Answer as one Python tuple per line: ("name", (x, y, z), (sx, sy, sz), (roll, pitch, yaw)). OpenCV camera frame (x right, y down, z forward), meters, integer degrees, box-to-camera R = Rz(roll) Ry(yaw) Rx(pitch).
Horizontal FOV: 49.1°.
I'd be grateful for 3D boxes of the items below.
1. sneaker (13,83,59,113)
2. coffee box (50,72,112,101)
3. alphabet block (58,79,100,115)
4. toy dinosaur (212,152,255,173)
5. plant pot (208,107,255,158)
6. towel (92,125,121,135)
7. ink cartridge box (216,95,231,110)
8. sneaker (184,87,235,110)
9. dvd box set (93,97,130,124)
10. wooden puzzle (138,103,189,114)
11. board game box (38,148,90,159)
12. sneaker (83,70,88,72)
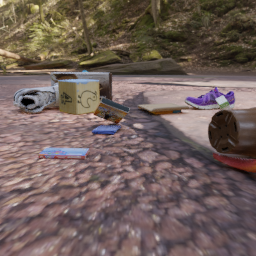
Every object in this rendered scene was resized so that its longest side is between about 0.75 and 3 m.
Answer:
("sneaker", (-3.401, -1.258, 11.952), (2.946, 1.107, 1.693), (-8, 15, -13))
("coffee box", (-2.167, -1.874, 13.437), (2.768, 1.565, 1.105), (2, 13, 3))
("alphabet block", (-2.037, -1.331, 11.660), (1.288, 1.312, 1.282), (12, 18, 43))
("toy dinosaur", (2.806, 0.878, 3.857), (2.971, 1.560, 2.696), (-30, 9, 26))
("plant pot", (2.341, 0.083, 5.669), (1.139, 1.150, 1.150), (1, 11, -25))
("towel", (-0.632, 0.048, 8.461), (0.706, 0.116, 0.976), (1, 11, 10))
("ink cartridge box", (3.248, -0.598, 9.261), (0.287, 0.852, 0.499), (-29, 25, 15))
("sneaker", (3.635, -1.334, 12.492), (2.267, 0.946, 0.914), (-2, 13, -5))
("dvd box set", (-0.542, -0.512, 8.770), (0.901, 0.181, 1.232), (21, -21, -12))
("wooden puzzle", (1.450, -0.816, 11.766), (1.639, 0.330, 1.771), (-4, 9, -17))
("board game box", (-1.404, 0.561, 6.220), (1.012, 0.098, 0.521), (1, 12, 4))
("sneaker", (-2.854, -2.474, 15.986), (0.959, 1.575, 2.412), (11, 18, 36))
